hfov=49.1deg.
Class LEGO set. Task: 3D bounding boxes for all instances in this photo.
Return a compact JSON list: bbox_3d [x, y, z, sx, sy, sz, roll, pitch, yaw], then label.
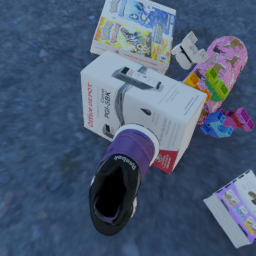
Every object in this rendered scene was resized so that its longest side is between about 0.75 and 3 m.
[{"bbox_3d":[1.614,-0.663,6.540,2.720,1.116,1.037,51,59,-16],"label":"LEGO set"}]

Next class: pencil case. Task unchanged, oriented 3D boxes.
[{"bbox_3d":[2.250,-1.356,7.570,1.138,1.190,2.750,22,56,30],"label":"pencil case"}]

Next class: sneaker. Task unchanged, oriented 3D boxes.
[{"bbox_3d":[-0.356,1.235,4.867,1.022,2.698,1.181,23,37,9],"label":"sneaker"}]

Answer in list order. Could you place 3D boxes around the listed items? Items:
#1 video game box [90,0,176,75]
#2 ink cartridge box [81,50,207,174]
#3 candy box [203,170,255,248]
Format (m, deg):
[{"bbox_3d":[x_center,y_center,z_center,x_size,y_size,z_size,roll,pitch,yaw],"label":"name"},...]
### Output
[{"bbox_3d":[0.254,-3.045,8.660,2.307,0.593,2.532,14,60,-7],"label":"video game box"},{"bbox_3d":[0.229,-0.356,6.423,2.538,1.863,1.052,27,52,18],"label":"ink cartridge box"},{"bbox_3d":[2.339,1.583,5.648,1.266,0.453,1.062,-19,66,-34],"label":"candy box"}]
